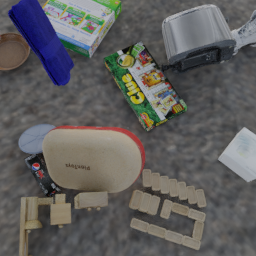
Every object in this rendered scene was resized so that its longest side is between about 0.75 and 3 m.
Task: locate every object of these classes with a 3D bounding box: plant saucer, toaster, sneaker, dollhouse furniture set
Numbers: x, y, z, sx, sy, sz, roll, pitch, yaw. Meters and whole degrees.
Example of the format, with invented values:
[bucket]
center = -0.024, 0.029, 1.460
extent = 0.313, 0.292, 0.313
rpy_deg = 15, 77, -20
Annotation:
[plant saucer]
center = -4.158, -2.616, 9.772
extent = 1.551, 0.284, 1.551
rpy_deg = 0, 70, 0
[toaster]
center = 2.107, -2.821, 9.100
extent = 2.498, 1.419, 1.613
rpy_deg = -15, 74, 12
[sneaker]
center = 3.934, -3.241, 9.471
extent = 2.221, 1.277, 0.835
rpy_deg = -17, 70, -6
[dollhouse furniture set]
center = -1.655, 2.583, 7.114
extent = 2.036, 1.936, 1.659
rpy_deg = 0, 73, -15

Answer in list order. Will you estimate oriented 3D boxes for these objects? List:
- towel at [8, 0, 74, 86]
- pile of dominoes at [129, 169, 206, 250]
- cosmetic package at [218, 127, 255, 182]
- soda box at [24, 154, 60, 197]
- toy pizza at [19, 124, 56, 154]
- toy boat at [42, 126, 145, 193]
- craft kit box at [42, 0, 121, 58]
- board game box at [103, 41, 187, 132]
[towel]
center = -2.166, -2.222, 7.241
extent = 0.530, 2.141, 1.581
rpy_deg = -23, 29, 8
[pile of dominoes]
center = 1.148, 2.280, 7.999
extent = 2.153, 0.343, 1.678
rpy_deg = 20, 70, -1
[cosmetic package]
center = 3.492, 0.790, 8.266
extent = 1.095, 0.675, 1.099
rpy_deg = 38, 75, 14
[soda box]
center = -2.502, 1.357, 8.162
extent = 0.407, 0.454, 1.284
rpy_deg = -33, 73, -11
[toy pizza]
center = -2.689, 0.345, 8.534
extent = 1.237, 0.196, 1.237
rpy_deg = -3, 43, 3
[toy boat]
center = -0.839, 0.658, 7.871
extent = 2.796, 1.825, 1.827
rpy_deg = 2, 24, 22
[craft kit box]
center = -1.866, -4.028, 10.180
extent = 2.466, 0.598, 2.435
rpy_deg = 26, 74, 9
[board game box]
center = 0.520, -1.464, 9.316
extent = 1.553, 0.348, 2.965
rpy_deg = -28, 72, -8
